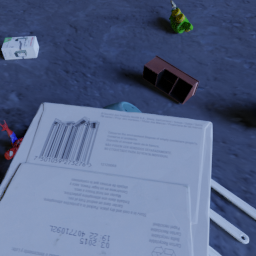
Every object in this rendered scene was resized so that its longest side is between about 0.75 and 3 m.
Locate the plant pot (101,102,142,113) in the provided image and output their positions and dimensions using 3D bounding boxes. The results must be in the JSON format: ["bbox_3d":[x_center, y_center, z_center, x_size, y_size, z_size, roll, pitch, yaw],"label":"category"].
[{"bbox_3d":[-0.171,-0.015,7.139,1.638,1.103,1.638,32,25,-17],"label":"plant pot"}]

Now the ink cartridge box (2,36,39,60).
[{"bbox_3d":[-4.206,-3.158,11.011,1.215,0.511,0.887,-5,47,-5],"label":"ink cartridge box"}]

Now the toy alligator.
[{"bbox_3d":[2.165,-4.887,12.557,0.702,0.767,2.587,-38,45,21],"label":"toy alligator"}]

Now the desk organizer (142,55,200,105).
[{"bbox_3d":[1.367,-1.598,9.264,1.782,0.639,0.686,37,59,21],"label":"desk organizer"}]

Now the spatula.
[{"bbox_3d":[1.565,1.803,6.616,2.966,0.238,2.062,37,56,25],"label":"spatula"}]

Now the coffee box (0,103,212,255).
[{"bbox_3d":[-0.312,1.660,4.777,2.860,2.832,2.864,8,53,7],"label":"coffee box"}]

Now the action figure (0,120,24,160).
[{"bbox_3d":[-2.598,-0.057,7.778,0.721,1.093,2.208,26,55,23],"label":"action figure"}]
